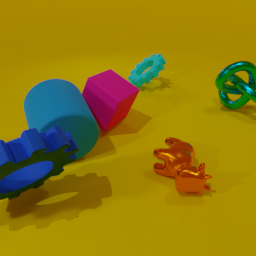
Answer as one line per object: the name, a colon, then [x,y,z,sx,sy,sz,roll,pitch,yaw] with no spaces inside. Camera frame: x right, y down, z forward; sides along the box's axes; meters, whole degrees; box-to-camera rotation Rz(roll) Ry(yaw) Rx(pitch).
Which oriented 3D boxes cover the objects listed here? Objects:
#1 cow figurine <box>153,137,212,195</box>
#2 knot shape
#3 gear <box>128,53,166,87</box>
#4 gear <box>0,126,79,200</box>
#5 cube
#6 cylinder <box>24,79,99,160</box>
cow figurine: [1.145,0.733,5.653,1.284,0.717,1.305,14,31,28]
knot shape: [3.255,-1.067,7.803,1.607,1.717,0.793,28,76,17]
gear: [0.649,-2.015,9.756,1.411,0.261,1.411,-30,32,21]
gear: [-1.722,0.651,4.501,1.876,1.876,0.347,-21,71,-31]
cube: [-0.513,-0.736,7.218,1.020,1.020,1.020,37,37,12]
cylinder: [-1.492,-0.165,6.178,1.370,1.370,1.370,-13,44,-20]
